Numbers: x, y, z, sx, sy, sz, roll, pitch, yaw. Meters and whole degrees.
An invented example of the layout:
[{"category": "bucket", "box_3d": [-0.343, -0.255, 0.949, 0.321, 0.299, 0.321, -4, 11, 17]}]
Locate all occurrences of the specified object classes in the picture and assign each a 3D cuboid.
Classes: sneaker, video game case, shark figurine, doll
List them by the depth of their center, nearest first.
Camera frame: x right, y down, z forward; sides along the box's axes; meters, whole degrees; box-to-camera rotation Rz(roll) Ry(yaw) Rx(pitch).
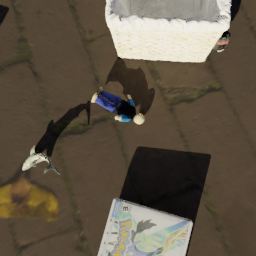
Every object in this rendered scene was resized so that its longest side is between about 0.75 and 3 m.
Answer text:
[{"category": "video game case", "box_3d": [0.288, 2.758, 6.121, 1.826, 0.220, 2.003, 15, 81, 7]}, {"category": "shark figurine", "box_3d": [-2.005, 0.778, 6.675, 1.053, 0.439, 0.629, 2, 70, 33]}, {"category": "sneaker", "box_3d": [2.321, -2.139, 6.967, 0.382, 1.082, 0.529, -11, 111, 10]}, {"category": "doll", "box_3d": [-0.180, -0.538, 7.019, 1.373, 0.333, 0.937, 31, 49, 2]}]

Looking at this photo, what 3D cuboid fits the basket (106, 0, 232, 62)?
[{"category": "basket", "box_3d": [0.885, -3.107, 6.760, 2.602, 2.093, 2.579, 3, 79, 2]}]
